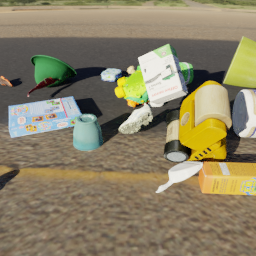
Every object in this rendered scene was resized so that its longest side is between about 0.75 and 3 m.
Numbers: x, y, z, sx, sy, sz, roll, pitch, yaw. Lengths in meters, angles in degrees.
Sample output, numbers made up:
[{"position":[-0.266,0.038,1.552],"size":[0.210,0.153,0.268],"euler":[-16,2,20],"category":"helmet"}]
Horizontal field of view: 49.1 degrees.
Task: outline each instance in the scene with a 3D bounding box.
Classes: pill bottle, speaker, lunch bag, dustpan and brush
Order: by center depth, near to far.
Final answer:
[{"position":[1.412,1.450,8.281],"size":[1.507,0.431,1.051],"euler":[-19,3,-21],"category":"dustpan and brush"},{"position":[5.652,-0.483,10.432],"size":[2.992,1.791,1.791],"euler":[3,30,3],"category":"pill bottle"},{"position":[1.990,-2.903,15.243],"size":[2.899,1.282,1.282],"euler":[-4,30,-7],"category":"speaker"},{"position":[-0.943,-3.089,16.350],"size":[0.959,0.492,1.194],"euler":[10,31,20],"category":"lunch bag"}]

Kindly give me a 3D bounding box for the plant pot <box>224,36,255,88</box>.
[{"position":[6.776,-3.080,14.544],"size":[2.723,2.548,2.548],"euler":[23,35,13],"category":"plant pot"}]

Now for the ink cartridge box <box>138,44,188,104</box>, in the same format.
[{"position":[1.361,-2.045,10.931],"size":[1.390,1.903,0.802],"euler":[-20,-12,25],"category":"ink cartridge box"}]

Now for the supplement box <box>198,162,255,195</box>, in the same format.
[{"position":[3.168,1.456,8.081],"size":[2.098,0.698,0.722],"euler":[0,30,1],"category":"supplement box"}]

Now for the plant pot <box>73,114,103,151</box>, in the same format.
[{"position":[-1.481,0.095,10.146],"size":[1.108,1.041,1.108],"euler":[-1,30,0],"category":"plant pot"}]

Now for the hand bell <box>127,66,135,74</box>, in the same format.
[{"position":[0.440,-3.252,16.841],"size":[0.529,0.529,1.015],"euler":[-17,46,-27],"category":"hand bell"}]

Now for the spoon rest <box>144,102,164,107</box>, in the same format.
[{"position":[1.218,-1.183,13.070],"size":[1.098,0.546,0.333],"euler":[-20,-7,-24],"category":"spoon rest"}]

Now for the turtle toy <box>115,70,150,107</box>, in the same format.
[{"position":[0.607,-1.953,13.337],"size":[2.013,1.396,2.762],"euler":[-19,27,16],"category":"turtle toy"}]

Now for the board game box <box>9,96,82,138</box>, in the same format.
[{"position":[-3.497,-0.545,11.802],"size":[2.810,0.514,2.126],"euler":[-10,31,-17],"category":"board game box"}]

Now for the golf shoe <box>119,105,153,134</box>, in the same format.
[{"position":[0.289,-0.314,10.500],"size":[1.510,0.591,0.734],"euler":[-29,43,29],"category":"golf shoe"}]

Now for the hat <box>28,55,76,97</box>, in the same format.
[{"position":[-4.387,-2.236,14.963],"size":[2.408,2.560,2.908],"euler":[0,-17,39],"category":"hat"}]

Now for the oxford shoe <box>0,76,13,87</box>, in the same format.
[{"position":[-6.768,-2.468,15.498],"size":[1.123,0.400,0.407],"euler":[31,76,32],"category":"oxford shoe"}]

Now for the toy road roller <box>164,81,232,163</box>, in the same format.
[{"position":[2.454,0.088,8.665],"size":[1.987,2.722,1.673],"euler":[21,53,-16],"category":"toy road roller"}]
